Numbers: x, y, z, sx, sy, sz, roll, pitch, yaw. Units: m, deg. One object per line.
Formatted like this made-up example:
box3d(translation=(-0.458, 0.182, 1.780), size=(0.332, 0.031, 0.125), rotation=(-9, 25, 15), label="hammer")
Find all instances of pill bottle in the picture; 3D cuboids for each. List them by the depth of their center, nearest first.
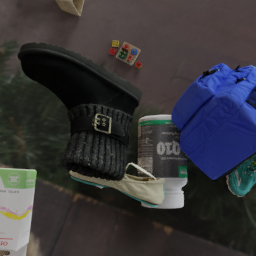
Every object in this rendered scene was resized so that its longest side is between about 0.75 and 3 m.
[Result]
box3d(translation=(0.984, 0.962, 8.076), size=(1.413, 1.413, 2.498), rotation=(0, 81, 0), label="pill bottle")

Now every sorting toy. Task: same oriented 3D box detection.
box3d(translation=(-0.030, -2.507, 9.245), size=(1.284, 0.217, 0.619), rotation=(29, 82, 5), label="sorting toy")

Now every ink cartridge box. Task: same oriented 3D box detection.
box3d(translation=(-3.696, 2.545, 8.055), size=(1.613, 0.927, 2.755), rotation=(3, 81, 0), label="ink cartridge box")

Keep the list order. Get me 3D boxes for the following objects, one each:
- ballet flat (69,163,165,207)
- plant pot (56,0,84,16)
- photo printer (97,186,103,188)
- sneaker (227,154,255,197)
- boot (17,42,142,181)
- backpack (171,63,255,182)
box3d(translation=(-0.241, 1.186, 7.011), size=(2.474, 0.859, 0.859), rotation=(16, 81, 10), label="ballet flat")
box3d(translation=(-1.948, -4.293, 9.303), size=(0.681, 0.769, 0.770), rotation=(9, 81, 13), label="plant pot")
box3d(translation=(-1.050, 1.302, 8.568), size=(0.934, 0.324, 0.777), rotation=(25, 82, 3), label="photo printer")
box3d(translation=(3.760, 0.989, 8.321), size=(0.895, 0.920, 2.310), rotation=(35, 83, 6), label="sneaker")
box3d(translation=(-1.160, -0.280, 6.006), size=(3.039, 1.144, 2.272), rotation=(23, 71, -17), label="boot")
box3d(translation=(2.821, -0.513, 7.539), size=(2.426, 2.349, 2.891), rotation=(50, 47, 7), label="backpack")
